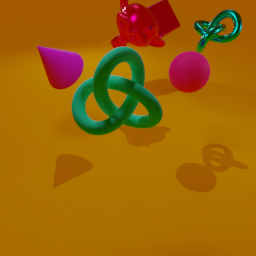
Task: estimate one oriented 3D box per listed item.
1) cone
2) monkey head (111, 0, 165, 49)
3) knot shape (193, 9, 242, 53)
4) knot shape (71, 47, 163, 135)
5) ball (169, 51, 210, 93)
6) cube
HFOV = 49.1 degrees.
[{"bbox_3d":[-1.739,-1.581,6.450,1.035,1.039,1.035,-9,67,22],"label":"cone"},{"bbox_3d":[0.154,-2.822,8.066,1.343,1.867,1.125,-32,13,51],"label":"monkey head"},{"bbox_3d":[2.204,-2.421,6.892,1.160,0.573,1.239,-12,43,35],"label":"knot shape"},{"bbox_3d":[-0.127,-0.507,3.865,1.287,1.204,0.595,5,25,-6],"label":"knot shape"},{"bbox_3d":[1.400,-1.274,6.407,0.931,0.931,0.931,0,31,0],"label":"ball"},{"bbox_3d":[1.080,-4.086,10.965,1.168,1.168,1.168,-36,12,-24],"label":"cube"}]
